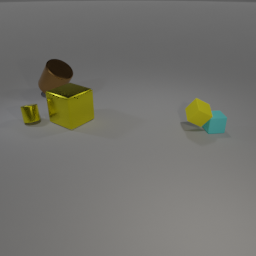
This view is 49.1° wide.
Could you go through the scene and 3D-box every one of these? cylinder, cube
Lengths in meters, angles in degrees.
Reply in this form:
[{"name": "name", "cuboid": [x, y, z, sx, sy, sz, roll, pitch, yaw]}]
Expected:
[{"name": "cylinder", "cuboid": [-3.709, -2.548, 14.337, 1.400, 1.400, 1.400, 21, 45, -22]}, {"name": "cube", "cuboid": [-2.428, -0.958, 11.893, 1.400, 1.400, 1.400, 19, 34, 32]}, {"name": "cylinder", "cuboid": [-4.134, -0.627, 11.878, 0.700, 0.700, 0.700, -7, 14, 2]}, {"name": "cube", "cuboid": [2.758, -0.603, 10.947, 0.700, 0.700, 0.700, 22, 44, -22]}, {"name": "cube", "cuboid": [3.469, -0.239, 11.284, 0.700, 0.700, 0.700, -4, 28, -7]}]
